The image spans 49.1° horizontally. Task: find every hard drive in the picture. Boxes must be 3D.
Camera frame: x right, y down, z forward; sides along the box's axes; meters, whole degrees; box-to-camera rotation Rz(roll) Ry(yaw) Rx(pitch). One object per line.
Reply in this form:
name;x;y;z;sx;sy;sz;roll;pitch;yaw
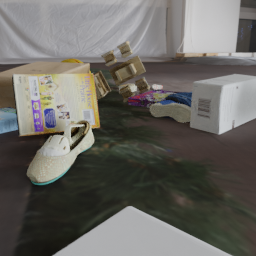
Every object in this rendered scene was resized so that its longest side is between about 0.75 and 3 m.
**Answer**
hard drive;0.426;1.643;2.836;2.328;0.306;1.535;14;22;39

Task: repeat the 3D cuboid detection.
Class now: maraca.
maraca;-2.797;-2.825;14.991;2.022;1.578;2.950;40;7;-6

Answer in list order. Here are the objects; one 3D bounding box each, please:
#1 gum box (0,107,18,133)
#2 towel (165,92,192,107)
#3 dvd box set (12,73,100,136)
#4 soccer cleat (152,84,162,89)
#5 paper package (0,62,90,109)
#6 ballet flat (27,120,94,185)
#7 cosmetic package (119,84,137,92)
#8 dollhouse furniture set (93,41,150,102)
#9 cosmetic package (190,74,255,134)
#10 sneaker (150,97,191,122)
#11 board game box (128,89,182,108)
gum box;-4.169;-0.191;8.534;1.810;0.403;1.538;-16;23;-41
towel;2.944;-1.119;11.086;2.706;0.657;1.511;-10;21;-29
dvd box set;-1.999;-0.711;7.999;2.291;1.676;0.337;-7;-1;-27
soccer cleat;1.562;-2.255;15.414;0.816;0.283;0.317;-6;12;-42
paper package;-3.158;-1.567;10.637;2.784;1.441;2.654;8;29;26
ballet flat;-1.438;0.379;6.138;0.811;0.750;2.404;5;18;12
cosmetic package;-0.005;-2.054;14.557;0.544;0.368;1.034;8;19;25
dollhouse furniture set;-0.474;-2.358;12.632;2.518;2.207;1.673;-24;13;16
cosmetic package;3.161;-0.850;8.907;2.629;1.483;1.067;-18;25;-39
sneaker;1.704;-0.675;9.648;1.729;0.663;0.962;8;26;43
board game box;1.266;-1.301;12.246;1.478;0.398;2.463;6;18;32
